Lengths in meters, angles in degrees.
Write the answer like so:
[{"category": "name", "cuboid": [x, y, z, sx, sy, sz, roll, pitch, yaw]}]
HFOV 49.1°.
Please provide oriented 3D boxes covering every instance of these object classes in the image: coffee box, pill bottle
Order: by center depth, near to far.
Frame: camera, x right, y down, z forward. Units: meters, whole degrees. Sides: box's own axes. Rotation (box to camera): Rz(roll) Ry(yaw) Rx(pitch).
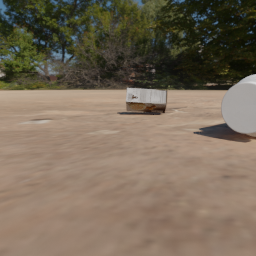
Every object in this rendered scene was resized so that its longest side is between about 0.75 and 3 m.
[{"category": "pill bottle", "cuboid": [2.955, -0.505, 5.914, 2.259, 1.276, 1.276, -9, 13, -44]}, {"category": "coffee box", "cuboid": [0.646, -0.952, 9.862, 1.397, 0.557, 0.799, 4, -20, 2]}]
